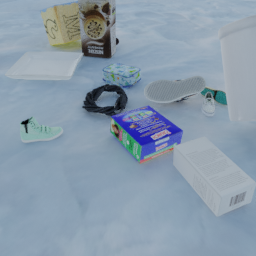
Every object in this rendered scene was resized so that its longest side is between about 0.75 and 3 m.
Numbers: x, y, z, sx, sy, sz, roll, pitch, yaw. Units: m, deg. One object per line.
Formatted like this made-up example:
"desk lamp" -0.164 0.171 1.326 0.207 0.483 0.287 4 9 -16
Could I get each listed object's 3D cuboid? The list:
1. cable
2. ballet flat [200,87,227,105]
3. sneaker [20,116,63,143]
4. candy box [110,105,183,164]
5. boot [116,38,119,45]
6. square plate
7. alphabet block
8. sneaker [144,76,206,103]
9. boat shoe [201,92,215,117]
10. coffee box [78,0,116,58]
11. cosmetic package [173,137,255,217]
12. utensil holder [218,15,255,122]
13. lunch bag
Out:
"cable" -0.726 -0.908 9.072 1.402 0.437 1.718 -2 37 6
"ballet flat" 2.981 -1.092 9.310 0.428 0.428 1.233 -23 40 -29
"sneaker" -2.314 -0.008 7.484 1.112 0.656 0.409 -11 35 -18
"candy box" 0.448 0.100 7.385 1.294 0.589 1.530 -18 38 -26
"boot" -1.295 -4.307 13.702 1.681 0.628 0.815 -5 37 -4
"square plate" -3.251 -2.510 11.343 2.545 0.362 2.521 1 35 2
"alphabet block" -2.974 -5.039 13.494 1.646 1.676 1.637 -28 26 -32
"sneaker" 1.470 -1.188 9.086 1.966 0.771 0.781 -8 -5 -4
"boat shoe" 2.524 -0.782 8.849 0.401 0.364 1.090 3 35 4
"coffee box" -1.303 -4.435 12.272 1.384 2.448 0.977 8 33 12
"cosmetic package" 1.776 0.969 6.069 0.870 0.611 1.715 -15 37 -16
"utensil holder" 3.477 -1.463 7.131 2.038 2.398 2.038 -8 4 1
"lunch bag" -0.213 -1.983 10.426 1.300 0.536 1.045 20 41 27
